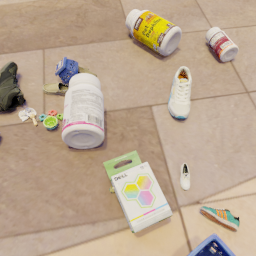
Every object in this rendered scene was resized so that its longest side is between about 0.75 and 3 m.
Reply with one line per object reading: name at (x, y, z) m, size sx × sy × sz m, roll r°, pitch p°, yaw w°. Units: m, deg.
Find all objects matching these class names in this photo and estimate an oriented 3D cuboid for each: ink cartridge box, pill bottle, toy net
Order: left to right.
toy net at (-3.560, -0.529, 11.308) m, size 1.887 × 0.364 × 0.990 m, roll 18°, pitch 59°, yaw 12°
pill bottle at (-1.677, -0.690, 10.715) m, size 1.518 × 1.518 × 2.679 m, roll -2°, pitch 56°, yaw -2°
ink cartridge box at (0.257, 1.947, 9.145) m, size 1.317 × 0.752 × 2.537 m, roll -20°, pitch 71°, yaw -13°
pill bottle at (1.157, -4.660, 13.397) m, size 2.611 × 1.426 × 1.426 m, roll 38°, pitch 64°, yaw 23°
pill bottle at (4.399, -3.984, 13.258) m, size 0.922 × 0.922 × 1.614 m, roll -17°, pitch 58°, yaw -11°

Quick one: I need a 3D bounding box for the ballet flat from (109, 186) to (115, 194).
ballet flat at (-0.184, 1.982, 9.673) m, size 0.982 × 0.347 × 0.347 m, roll -19°, pitch 59°, yaw -12°

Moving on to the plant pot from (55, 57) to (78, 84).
plant pot at (-2.617, -2.480, 11.828) m, size 0.781 × 0.702 × 0.781 m, roll -33°, pitch 44°, yaw 33°

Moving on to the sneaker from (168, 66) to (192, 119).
sneaker at (2.167, -1.469, 11.572) m, size 0.915 × 0.966 × 2.393 m, roll 5°, pitch 58°, yaw 2°

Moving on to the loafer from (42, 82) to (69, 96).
loafer at (-3.002, -1.724, 12.019) m, size 1.432 × 0.489 × 0.542 m, roll 6°, pitch 57°, yaw 4°

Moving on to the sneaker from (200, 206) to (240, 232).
sneaker at (2.982, 2.819, 9.073) m, size 1.287 × 0.459 × 0.514 m, roll 28°, pitch 56°, yaw 11°

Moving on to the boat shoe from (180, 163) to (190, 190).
boat shoe at (2.004, 1.697, 9.862) m, size 0.355 × 0.316 × 0.966 m, roll -2°, pitch 57°, yaw -2°

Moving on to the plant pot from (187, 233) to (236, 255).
plant pot at (2.155, 4.157, 7.509) m, size 1.702 × 1.531 × 1.702 m, roll -31°, pitch 62°, yaw -19°

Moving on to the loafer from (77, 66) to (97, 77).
loafer at (-1.972, -2.439, 12.496) m, size 1.462 × 0.556 × 0.493 m, roll 36°, pitch 60°, yaw 14°

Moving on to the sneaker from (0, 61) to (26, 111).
sneaker at (-4.834, -1.717, 11.793) m, size 1.380 × 0.921 × 2.409 m, roll 7°, pitch 60°, yaw 3°
